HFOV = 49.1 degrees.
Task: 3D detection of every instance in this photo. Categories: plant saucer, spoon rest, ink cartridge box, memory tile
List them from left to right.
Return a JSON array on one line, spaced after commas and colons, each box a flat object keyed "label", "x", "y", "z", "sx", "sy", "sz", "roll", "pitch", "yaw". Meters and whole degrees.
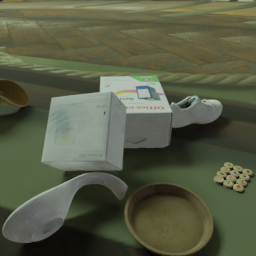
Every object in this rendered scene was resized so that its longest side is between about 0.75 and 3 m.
[{"label": "spoon rest", "x": -1.123, "y": 1.366, "z": 5.144, "sx": 2.311, "sy": 1.148, "sz": 0.700, "roll": -14, "pitch": 51, "yaw": -37}, {"label": "ink cartridge box", "x": 0.120, "y": -0.577, "z": 8.310, "sx": 1.917, "sy": 1.154, "sz": 2.638, "roll": -1, "pitch": 33, "yaw": -3}, {"label": "plant saucer", "x": 0.740, "y": 1.670, "z": 5.202, "sx": 1.630, "sy": 0.240, "sz": 1.630, "roll": 4, "pitch": 35, "yaw": -3}, {"label": "memory tile", "x": 2.430, "y": 1.112, "z": 6.465, "sx": 0.681, "sy": 0.075, "sz": 0.889, "roll": 20, "pitch": 36, "yaw": 31}]

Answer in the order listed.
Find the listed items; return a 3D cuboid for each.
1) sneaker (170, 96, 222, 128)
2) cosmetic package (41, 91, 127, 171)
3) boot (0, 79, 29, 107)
[{"label": "sneaker", "x": 2.108, "y": -0.633, "z": 8.491, "sx": 2.043, "sy": 0.904, "sz": 0.769, "roll": -16, "pitch": 45, "yaw": -23}, {"label": "cosmetic package", "x": -0.938, "y": 0.119, "z": 6.269, "sx": 1.542, "sy": 0.951, "sz": 1.547, "roll": -4, "pitch": 71, "yaw": 20}, {"label": "boot", "x": -4.607, "y": -0.985, "z": 9.224, "sx": 1.700, "sy": 0.796, "sz": 2.188, "roll": -20, "pitch": -17, "yaw": 26}]
